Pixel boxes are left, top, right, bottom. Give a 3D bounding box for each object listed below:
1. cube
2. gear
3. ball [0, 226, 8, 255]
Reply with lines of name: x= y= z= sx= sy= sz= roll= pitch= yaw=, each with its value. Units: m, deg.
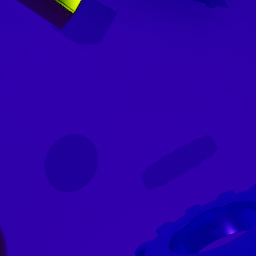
cube: x=-1.510 y=-3.040 z=5.836 sx=1.208 sy=1.208 sz=1.208 roll=30 pitch=80 yaw=-24
gear: x=0.948 y=1.140 z=2.826 sx=1.938 sy=1.938 sz=0.358 roll=-26 pitch=85 yaw=-10
ball: x=-1.712 y=1.188 z=2.348 sx=1.291 sy=1.291 sz=1.291 roll=0 pitch=68 yaw=0
